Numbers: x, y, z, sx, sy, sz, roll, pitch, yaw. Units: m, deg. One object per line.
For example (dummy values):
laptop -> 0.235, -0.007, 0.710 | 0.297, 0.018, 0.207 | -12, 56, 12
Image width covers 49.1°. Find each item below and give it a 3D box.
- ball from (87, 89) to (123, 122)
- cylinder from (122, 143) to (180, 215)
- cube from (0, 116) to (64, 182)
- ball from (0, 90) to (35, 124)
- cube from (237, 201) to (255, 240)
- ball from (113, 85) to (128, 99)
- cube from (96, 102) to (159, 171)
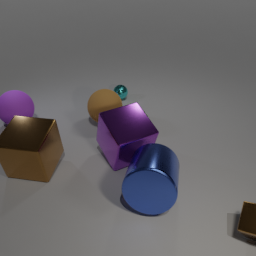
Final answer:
ball -> -0.916, -0.854, 11.161 | 1.400, 1.400, 1.400 | 0, 31, 0
cylinder -> 0.650, 1.320, 7.504 | 1.400, 1.400, 1.400 | 6, 24, 10
cube -> -2.971, 0.626, 8.598 | 1.400, 1.400, 1.400 | 5, 42, 9
ball -> -4.411, -0.783, 11.007 | 1.400, 1.400, 1.400 | 0, 31, 0
cube -> 3.035, 2.188, 6.445 | 0.700, 0.700, 0.700 | 3, 62, 41
ball -> -0.355, -1.713, 13.353 | 0.700, 0.700, 0.700 | 0, 31, 0
cube -> -0.072, 0.264, 9.020 | 1.400, 1.400, 1.400 | -18, 56, -24
